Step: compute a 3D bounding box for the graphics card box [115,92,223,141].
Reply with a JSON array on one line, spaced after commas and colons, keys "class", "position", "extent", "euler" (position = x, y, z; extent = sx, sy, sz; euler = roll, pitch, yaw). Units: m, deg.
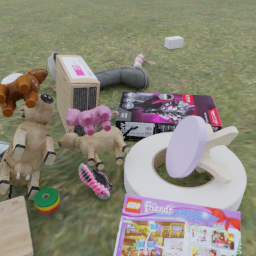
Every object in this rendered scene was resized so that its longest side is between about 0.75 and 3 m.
[{"class": "graphics card box", "position": [1.138, -0.332, 8.149], "extent": [2.858, 0.727, 1.793], "euler": [3, 34, 6]}]

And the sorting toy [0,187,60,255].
[{"class": "sorting toy", "position": [-2.461, 2.002, 4.816], "extent": [2.781, 0.470, 1.341], "euler": [-15, 35, -19]}]

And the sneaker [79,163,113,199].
[{"class": "sneaker", "position": [-0.663, 1.063, 5.942], "extent": [0.363, 0.919, 0.438], "euler": [-30, 13, 39]}]

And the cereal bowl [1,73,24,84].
[{"class": "cereal bowl", "position": [-4.180, -1.733, 10.487], "extent": [1.133, 0.472, 1.133], "euler": [0, 33, 0]}]

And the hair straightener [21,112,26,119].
[{"class": "hair straightener", "position": [-2.919, -0.658, 9.043], "extent": [0.507, 0.270, 1.317], "euler": [15, 36, 21]}]

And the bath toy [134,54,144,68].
[{"class": "bath toy", "position": [0.509, -2.952, 12.421], "extent": [0.373, 0.439, 1.010], "euler": [22, 38, -7]}]

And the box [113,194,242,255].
[{"class": "box", "position": [0.811, 1.938, 4.627], "extent": [2.001, 0.391, 1.369], "euler": [7, 57, 10]}]

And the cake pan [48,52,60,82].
[{"class": "cake pan", "position": [-2.423, -2.005, 10.153], "extent": [0.276, 1.505, 1.505], "euler": [-22, 32, 11]}]

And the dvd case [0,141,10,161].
[{"class": "dvd case", "position": [-3.821, 0.849, 6.674], "extent": [1.348, 0.203, 1.847], "euler": [6, 31, 23]}]

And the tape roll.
[{"class": "tape roll", "position": [1.243, 1.015, 6.329], "extent": [2.707, 0.495, 2.707], "euler": [-1, 34, 0]}]

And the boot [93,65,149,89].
[{"class": "boot", "position": [-0.678, -1.743, 10.141], "extent": [2.352, 0.853, 2.138], "euler": [-10, 20, -28]}]

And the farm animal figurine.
[{"class": "farm animal figurine", "position": [-1.742, 0.190, 5.942], "extent": [2.955, 2.988, 1.558], "euler": [-46, 34, 8]}]

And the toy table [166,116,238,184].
[{"class": "toy table", "position": [1.510, 0.459, 5.831], "extent": [0.939, 1.604, 1.475], "euler": [5, 60, -17]}]

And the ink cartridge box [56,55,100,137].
[{"class": "ink cartridge box", "position": [-1.503, -0.909, 8.031], "extent": [0.803, 1.761, 2.137], "euler": [-5, 34, -22]}]

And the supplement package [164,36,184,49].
[{"class": "supplement package", "position": [2.373, -4.421, 14.499], "extent": [0.843, 0.495, 0.493], "euler": [-14, 36, -21]}]
